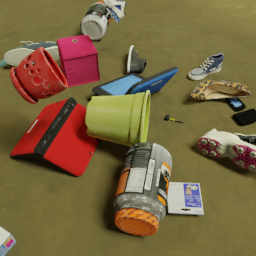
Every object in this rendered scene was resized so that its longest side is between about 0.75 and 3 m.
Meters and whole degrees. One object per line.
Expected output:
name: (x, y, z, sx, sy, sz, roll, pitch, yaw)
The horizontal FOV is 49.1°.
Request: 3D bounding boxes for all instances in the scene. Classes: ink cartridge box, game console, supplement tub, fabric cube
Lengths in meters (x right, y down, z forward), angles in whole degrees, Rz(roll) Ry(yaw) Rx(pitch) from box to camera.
ink cartridge box: (1.876, 2.388, 9.414, 1.158, 0.275, 1.171, 3, 50, 1)
game console: (0.289, -2.118, 12.223, 2.892, 2.469, 1.711, -30, 80, -37)
game console: (-2.663, 0.384, 11.188, 2.527, 1.741, 2.933, -11, 40, 34)
supplement tub: (0.489, 1.900, 8.929, 1.619, 1.619, 2.643, 9, 49, 8)
fabric cube: (-2.384, -3.255, 13.506, 1.636, 1.667, 1.662, -14, 50, -14)
ink cartridge box: (-4.396, 3.619, 7.986, 1.287, 0.720, 1.886, 24, 51, 20)
game console: (4.900, -0.846, 12.322, 1.072, 0.219, 1.818, -17, 50, -15)
supplement tub: (-1.784, -6.339, 16.391, 1.466, 1.466, 2.392, 8, 49, 7)

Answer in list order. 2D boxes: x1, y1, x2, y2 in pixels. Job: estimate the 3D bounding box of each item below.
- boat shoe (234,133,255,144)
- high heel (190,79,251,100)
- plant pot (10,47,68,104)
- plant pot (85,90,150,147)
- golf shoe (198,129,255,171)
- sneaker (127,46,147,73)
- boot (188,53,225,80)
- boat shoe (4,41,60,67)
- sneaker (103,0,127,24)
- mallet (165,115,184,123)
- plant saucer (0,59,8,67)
boat shoe: (4.703, 0.491, 10.985, 1.163, 0.435, 0.386, 11, 50, 12)
high heel: (4.062, -1.549, 12.292, 2.415, 0.862, 1.721, -20, 33, -27)
plant pot: (-2.771, -1.547, 8.608, 1.314, 1.443, 1.443, -30, 52, 0)
plant pot: (-0.367, -0.345, 10.487, 2.155, 2.344, 2.344, 7, 49, 8)
golf shoe: (4.009, 0.682, 10.334, 2.676, 1.008, 1.225, 21, 41, 29)
sneaker: (0.488, -3.519, 14.456, 0.960, 0.684, 1.936, 5, 52, 0)
boot: (3.868, -3.088, 13.869, 1.971, 0.890, 0.717, -24, 53, -20)
boat shoe: (-4.887, -3.942, 14.507, 2.914, 1.091, 0.901, -17, 52, -17)
sneaker: (-0.516, -5.237, 11.864, 0.790, 1.367, 0.552, -33, 14, 7)
mallet: (1.989, -0.371, 11.966, 0.808, 0.166, 0.266, 13, 45, 5)
plant saucer: (-6.403, -3.620, 14.884, 0.392, 0.106, 1.121, 21, 52, 18)
